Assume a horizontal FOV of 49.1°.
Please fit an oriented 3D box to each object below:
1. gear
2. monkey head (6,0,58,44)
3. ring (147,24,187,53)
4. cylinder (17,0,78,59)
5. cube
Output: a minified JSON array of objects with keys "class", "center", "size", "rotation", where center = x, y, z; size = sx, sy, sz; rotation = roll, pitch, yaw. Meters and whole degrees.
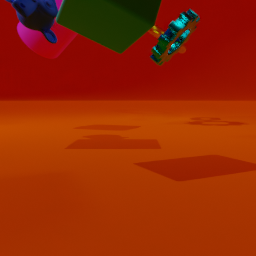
[{"class":"gear","center":[1.576,-3.004,9.428],"size":[0.372,2.013,2.013],"rotation":[44,16,8]},{"class":"monkey head","center":[-2.035,-2.413,5.834],"size":[0.879,1.459,1.050],"rotation":[-36,16,44]},{"class":"ring","center":[1.541,-3.647,11.355],"size":[1.938,0.388,1.938],"rotation":[30,18,-11]},{"class":"cylinder","center":[-2.175,-2.955,7.990],"size":[1.386,1.386,1.386],"rotation":[-38,-13,27]},{"class":"cube","center":[-0.188,-1.637,3.341],"size":[0.951,0.951,0.951],"rotation":[21,-13,-21]}]
